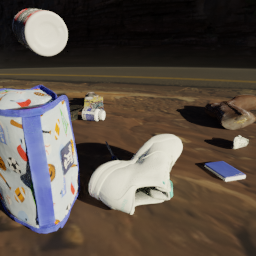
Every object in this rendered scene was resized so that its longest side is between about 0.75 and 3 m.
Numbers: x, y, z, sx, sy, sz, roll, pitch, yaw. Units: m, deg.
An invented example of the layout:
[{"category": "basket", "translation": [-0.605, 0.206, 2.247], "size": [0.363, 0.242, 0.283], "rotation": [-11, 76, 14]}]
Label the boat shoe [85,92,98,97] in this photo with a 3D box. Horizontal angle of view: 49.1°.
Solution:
[{"category": "boat shoe", "translation": [-2.113, -1.839, 16.533], "size": [0.814, 0.694, 2.435], "rotation": [-2, 16, -4]}]

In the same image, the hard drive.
[{"category": "hard drive", "translation": [2.512, 1.111, 7.308], "size": [0.601, 0.116, 0.912], "rotation": [-5, 17, -17]}]

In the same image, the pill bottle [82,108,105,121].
[{"category": "pill bottle", "translation": [-1.516, -0.586, 12.427], "size": [0.939, 0.562, 0.562], "rotation": [5, 17, 17]}]

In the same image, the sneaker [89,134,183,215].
[{"category": "sneaker", "translation": [0.590, 1.060, 6.268], "size": [1.291, 1.098, 2.917], "rotation": [27, 35, 33]}]

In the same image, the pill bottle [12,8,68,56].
[{"category": "pill bottle", "translation": [-2.635, -2.825, 8.099], "size": [1.159, 1.159, 2.036], "rotation": [-10, 27, -31]}]

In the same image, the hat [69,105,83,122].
[{"category": "hat", "translation": [-2.600, -0.587, 12.451], "size": [1.444, 0.582, 1.444], "rotation": [-8, 15, 2]}]

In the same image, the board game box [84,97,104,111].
[{"category": "board game box", "translation": [-1.791, -1.244, 14.695], "size": [0.996, 0.254, 1.470], "rotation": [-2, 29, -5]}]

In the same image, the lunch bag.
[{"category": "lunch bag", "translation": [-1.944, 0.441, 5.670], "size": [1.708, 2.345, 2.758], "rotation": [-12, 18, -25]}]

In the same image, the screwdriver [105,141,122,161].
[{"category": "screwdriver", "translation": [-0.477, 0.807, 8.064], "size": [0.350, 0.336, 2.406], "rotation": [-36, 22, -7]}]

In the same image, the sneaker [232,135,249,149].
[{"category": "sneaker", "translation": [3.670, 0.482, 9.161], "size": [0.387, 0.358, 0.954], "rotation": [21, 26, 32]}]

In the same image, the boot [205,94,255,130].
[{"category": "boot", "translation": [4.973, -0.709, 12.145], "size": [2.698, 0.930, 2.895], "rotation": [-13, 13, 1]}]
